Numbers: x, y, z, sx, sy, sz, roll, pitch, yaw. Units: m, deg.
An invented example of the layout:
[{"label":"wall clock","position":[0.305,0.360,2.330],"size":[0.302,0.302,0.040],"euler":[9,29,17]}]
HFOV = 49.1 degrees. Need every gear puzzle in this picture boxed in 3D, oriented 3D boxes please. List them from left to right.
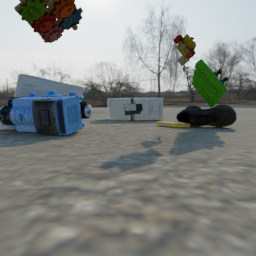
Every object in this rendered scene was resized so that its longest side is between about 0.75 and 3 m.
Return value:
[{"label":"gear puzzle","position":[-1.445,-2.220,5.205],"size":[1.083,0.274,2.090],"euler":[-35,-9,2]}]

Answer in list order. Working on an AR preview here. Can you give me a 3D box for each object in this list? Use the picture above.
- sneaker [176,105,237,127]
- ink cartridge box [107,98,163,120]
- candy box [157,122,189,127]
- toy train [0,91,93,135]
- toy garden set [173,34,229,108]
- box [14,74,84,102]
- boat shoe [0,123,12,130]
[{"label":"sneaker","position":[2.506,-0.314,9.176],"size":[0.922,0.771,2.031],"euler":[-20,14,-42]},{"label":"ink cartridge box","position":[0.282,-0.912,13.308],"size":[2.470,1.026,1.811],"euler":[-1,5,-6]},{"label":"candy box","position":[1.508,-0.126,9.497],"size":[0.553,0.143,1.082],"euler":[-3,6,-31]},{"label":"toy train","position":[-2.293,-0.410,7.554],"size":[2.617,1.134,1.495],"euler":[2,11,23]},{"label":"toy garden set","position":[2.265,-1.761,8.709],"size":[0.505,2.111,2.532],"euler":[-38,-9,6]},{"label":"box","position":[-2.929,-0.968,10.000],"size":[2.140,1.399,2.129],"euler":[9,2,-23]},{"label":"boat shoe","position":[-3.776,-0.204,8.591],"size":[0.505,0.459,1.374],"euler":[-2,5,-22]}]
